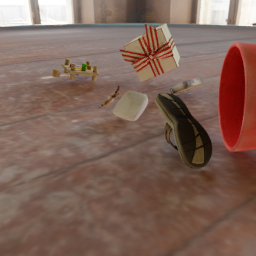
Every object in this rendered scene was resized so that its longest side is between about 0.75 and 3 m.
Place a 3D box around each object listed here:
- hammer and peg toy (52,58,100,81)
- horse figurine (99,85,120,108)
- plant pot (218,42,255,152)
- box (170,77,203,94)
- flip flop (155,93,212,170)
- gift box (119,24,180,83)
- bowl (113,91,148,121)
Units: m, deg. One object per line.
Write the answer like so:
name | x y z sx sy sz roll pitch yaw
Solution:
hammer and peg toy | -2.457 -2.685 12.681 2.037 0.718 1.498 0 24 -28
horse figurine | -0.572 -1.001 9.374 0.933 0.233 0.618 -48 9 -9
plant pot | 3.510 -0.706 6.524 2.251 2.544 2.544 0 25 6
box | 2.223 -1.595 10.630 1.052 0.254 0.833 -18 -3 -43
flip flop | 1.237 0.059 6.903 0.989 0.702 2.440 5 41 -29
gift box | 0.969 -3.365 12.186 2.003 2.171 2.027 -25 19 24
bowl | 0.118 -0.636 8.650 0.967 0.361 0.968 18 67 43
